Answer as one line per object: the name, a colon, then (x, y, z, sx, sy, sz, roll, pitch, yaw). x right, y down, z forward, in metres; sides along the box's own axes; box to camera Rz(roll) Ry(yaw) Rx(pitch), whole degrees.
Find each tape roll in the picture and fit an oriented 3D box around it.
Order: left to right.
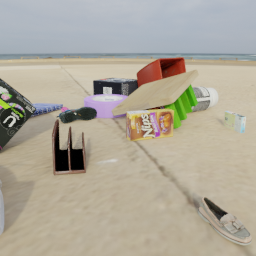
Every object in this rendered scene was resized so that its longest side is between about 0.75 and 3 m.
tape roll: (-0.956, -1.044, 12.973, 2.126, 0.697, 2.126, -1, 17, 0)

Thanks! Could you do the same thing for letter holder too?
letter holder: (-1.527, 0.387, 7.356, 0.781, 1.104, 1.553, -3, 16, -9)

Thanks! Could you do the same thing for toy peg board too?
toy peg board: (1.295, -0.937, 11.223, 2.745, 1.348, 2.756, -10, 22, 39)

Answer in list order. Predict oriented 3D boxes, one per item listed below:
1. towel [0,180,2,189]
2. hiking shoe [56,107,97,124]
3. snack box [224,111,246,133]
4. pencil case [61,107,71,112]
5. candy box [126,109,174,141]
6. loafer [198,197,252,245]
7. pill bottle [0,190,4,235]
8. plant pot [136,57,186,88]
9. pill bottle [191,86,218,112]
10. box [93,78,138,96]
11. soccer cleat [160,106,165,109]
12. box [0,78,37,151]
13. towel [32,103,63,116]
towel: (-4.219, 1.293, 5.373, 1.961, 0.510, 2.960, 18, 24, 41)
hiking shoe: (-2.112, -0.621, 11.710, 1.621, 0.603, 0.703, -9, 19, -28)
snack box: (3.951, -0.240, 10.416, 0.191, 0.599, 1.031, -6, 18, -15)
pencil case: (-2.807, -0.766, 12.746, 0.352, 0.341, 0.751, -20, 21, -25)
candy box: (0.740, -0.121, 9.426, 1.593, 0.929, 0.450, -5, 16, -16)
loafer: (1.600, 1.543, 4.751, 0.390, 0.341, 1.086, -9, 18, -28)
pill bottle: (-2.781, 1.410, 4.372, 1.488, 0.809, 0.809, -5, 17, -18)
plant pot: (1.821, -2.552, 15.766, 2.078, 2.356, 2.358, -3, 9, 45)
pill bottle: (3.201, -1.360, 13.266, 2.023, 1.177, 1.177, -8, 18, -28)
box: (-0.670, -2.329, 16.665, 2.126, 1.107, 1.936, 11, 18, 31)
soccer cleat: (1.858, -0.735, 11.962, 0.633, 0.679, 1.857, 12, 20, 36)
box: (-3.817, -0.386, 8.104, 1.770, 1.314, 1.100, -50, 35, -5)
towel: (-4.605, -0.808, 13.069, 1.980, 0.326, 2.734, 6, 16, 26)
